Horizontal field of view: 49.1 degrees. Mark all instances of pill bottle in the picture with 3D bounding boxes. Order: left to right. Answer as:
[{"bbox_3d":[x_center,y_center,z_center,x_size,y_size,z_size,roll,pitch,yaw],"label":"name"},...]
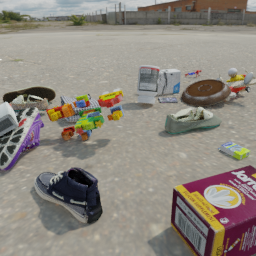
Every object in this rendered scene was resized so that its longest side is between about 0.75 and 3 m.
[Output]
[{"bbox_3d":[1.001,-2.167,14.099,1.040,1.826,1.040,5,5,0],"label":"pill bottle"}]

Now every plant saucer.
[{"bbox_3d":[4.055,-1.962,14.723,2.565,0.411,2.565,-12,30,7],"label":"plant saucer"}]

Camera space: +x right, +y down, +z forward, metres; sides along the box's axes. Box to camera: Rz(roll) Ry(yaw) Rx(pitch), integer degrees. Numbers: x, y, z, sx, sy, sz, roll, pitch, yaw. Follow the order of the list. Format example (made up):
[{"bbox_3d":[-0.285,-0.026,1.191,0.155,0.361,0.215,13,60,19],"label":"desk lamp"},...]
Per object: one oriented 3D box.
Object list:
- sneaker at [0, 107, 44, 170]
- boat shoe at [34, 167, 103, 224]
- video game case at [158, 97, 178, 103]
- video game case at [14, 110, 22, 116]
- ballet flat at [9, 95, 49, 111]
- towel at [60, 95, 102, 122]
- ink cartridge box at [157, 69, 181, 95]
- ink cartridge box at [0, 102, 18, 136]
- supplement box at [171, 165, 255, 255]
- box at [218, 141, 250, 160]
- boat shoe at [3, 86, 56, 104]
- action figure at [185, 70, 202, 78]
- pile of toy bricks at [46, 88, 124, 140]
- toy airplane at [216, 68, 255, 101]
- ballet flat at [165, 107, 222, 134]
[{"bbox_3d":[-3.558,0.422,9.665,1.133,1.173,2.811,-12,35,22],"label":"sneaker"},{"bbox_3d":[-1.620,1.409,7.311,2.426,1.125,0.906,18,30,33],"label":"boat shoe"},{"bbox_3d":[2.120,-1.482,14.869,0.947,0.090,0.677,1,25,-1],"label":"video game case"},{"bbox_3d":[-5.324,-0.576,12.696,2.116,0.267,2.322,-15,29,-29],"label":"video game case"},{"bbox_3d":[-4.672,-1.167,12.893,2.016,0.678,0.686,-2,23,-9],"label":"ballet flat"},{"bbox_3d":[-2.224,-0.969,12.880,1.564,0.808,1.889,-11,27,-24],"label":"towel"},{"bbox_3d":[1.829,-2.597,15.880,2.180,1.265,0.740,-8,26,-14],"label":"ink cartridge box"},{"bbox_3d":[-5.401,-0.001,9.820,2.863,0.623,2.485,-32,34,-12],"label":"ink cartridge box"},{"bbox_3d":[2.307,1.886,6.212,2.281,1.177,1.493,-11,27,-22],"label":"supplement box"},{"bbox_3d":[3.702,0.762,9.818,0.573,0.224,0.939,-15,29,-31],"label":"box"},{"bbox_3d":[-5.053,-1.730,14.541,2.599,0.931,0.990,-4,13,-8],"label":"boat shoe"},{"bbox_3d":[4.560,-3.637,19.324,1.145,0.567,0.374,-19,25,13],"label":"action figure"},{"bbox_3d":[-1.490,-0.273,10.093,2.974,1.650,1.468,-13,26,10],"label":"pile of toy bricks"},{"bbox_3d":[5.625,-2.412,15.078,2.219,1.566,2.209,-13,13,9],"label":"toy airplane"},{"bbox_3d":[2.791,-0.407,11.569,2.769,0.882,0.933,-10,27,-22],"label":"ballet flat"}]
